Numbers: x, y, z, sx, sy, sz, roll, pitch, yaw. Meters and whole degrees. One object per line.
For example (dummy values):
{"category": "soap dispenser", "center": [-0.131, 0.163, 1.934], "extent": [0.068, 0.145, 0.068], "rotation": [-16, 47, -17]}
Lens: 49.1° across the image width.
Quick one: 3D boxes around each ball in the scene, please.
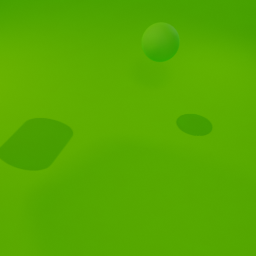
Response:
{"category": "ball", "center": [0.744, -1.957, 6.420], "extent": [0.867, 0.867, 0.867], "rotation": [0, 44, 0]}
